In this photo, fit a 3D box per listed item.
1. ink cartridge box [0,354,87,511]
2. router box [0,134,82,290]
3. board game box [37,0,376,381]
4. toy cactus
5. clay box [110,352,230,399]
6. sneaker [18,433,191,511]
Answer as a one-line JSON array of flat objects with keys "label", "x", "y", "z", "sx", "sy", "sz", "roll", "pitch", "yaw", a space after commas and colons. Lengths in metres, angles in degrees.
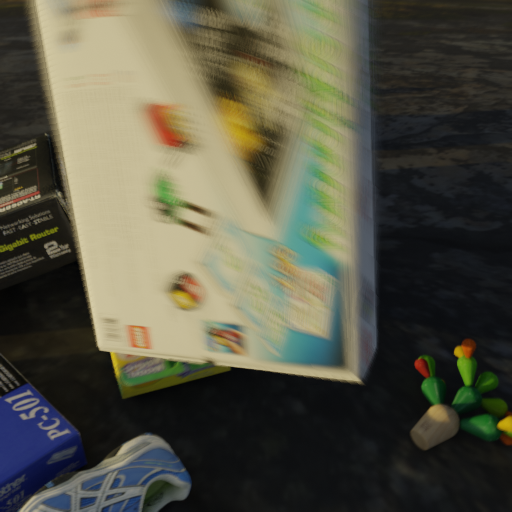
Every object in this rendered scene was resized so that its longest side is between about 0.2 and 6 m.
[{"label": "ink cartridge box", "x": -2.957, "y": 1.769, "z": 6.071, "sx": 2.324, "sy": 0.514, "sz": 1.093, "roll": 26, "pitch": 40, "yaw": 36}, {"label": "router box", "x": -4.453, "y": -0.398, "z": 8.400, "sx": 3.505, "sy": 1.089, "sz": 2.626, "roll": -22, "pitch": 35, "yaw": -9}, {"label": "board game box", "x": -0.477, "y": -1.254, "z": 5.348, "sx": 3.018, "sy": 4.781, "sz": 0.827, "roll": 2, "pitch": 17, "yaw": 23}, {"label": "toy cactus", "x": 2.281, "y": 1.653, "z": 6.188, "sx": 1.314, "sy": 0.814, "sz": 1.592, "roll": -28, "pitch": 49, "yaw": -24}, {"label": "clay box", "x": -1.258, "y": 0.954, "z": 7.329, "sx": 1.377, "sy": 0.570, "sz": 2.397, "roll": -11, "pitch": 31, "yaw": -18}, {"label": "sneaker", "x": -1.404, "y": 2.298, "z": 5.010, "sx": 0.708, "sy": 0.696, "sz": 1.838, "roll": 23, "pitch": 39, "yaw": 39}]
